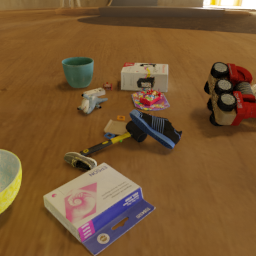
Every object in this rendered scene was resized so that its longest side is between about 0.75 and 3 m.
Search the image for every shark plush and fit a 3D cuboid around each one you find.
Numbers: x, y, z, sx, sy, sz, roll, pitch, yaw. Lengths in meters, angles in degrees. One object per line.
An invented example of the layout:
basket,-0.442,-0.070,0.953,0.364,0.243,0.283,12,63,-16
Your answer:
shark plush,-1.482,-0.987,12.140,0.725,0.791,1.740,35,20,17

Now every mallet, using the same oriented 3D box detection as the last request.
mallet,-0.542,0.350,9.451,2.425,0.499,0.799,-16,49,-22

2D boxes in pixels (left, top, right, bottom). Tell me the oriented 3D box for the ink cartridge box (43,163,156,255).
ink cartridge box,-0.702,1.833,6.987,2.009,0.443,2.046,-26,37,-38

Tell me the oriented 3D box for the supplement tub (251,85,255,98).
supplement tub,5.671,-0.942,10.951,1.316,1.316,1.822,-26,38,-38

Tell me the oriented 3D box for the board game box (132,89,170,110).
board game box,1.004,-1.421,12.624,1.545,0.381,1.955,-2,32,-7

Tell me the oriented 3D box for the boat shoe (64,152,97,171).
boat shoe,-1.490,1.021,8.446,1.078,0.385,0.322,14,27,16

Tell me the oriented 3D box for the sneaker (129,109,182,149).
sneaker,0.931,-0.112,9.289,1.858,0.652,0.724,38,72,1

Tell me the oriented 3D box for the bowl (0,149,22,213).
bowl,-3.569,1.574,6.653,2.213,1.191,2.213,-1,30,1

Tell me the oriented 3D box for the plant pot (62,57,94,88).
plant pot,-2.502,-2.791,14.259,1.573,1.262,1.573,0,29,0

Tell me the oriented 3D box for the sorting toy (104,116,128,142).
sorting toy,-0.340,0.045,10.339,0.919,0.222,1.632,13,34,9

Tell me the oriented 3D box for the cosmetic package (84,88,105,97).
cosmetic package,-1.590,-1.657,13.299,0.961,0.243,0.396,-21,35,-32

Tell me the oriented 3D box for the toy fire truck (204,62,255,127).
toy fire truck,4.538,-1.382,10.542,2.745,1.766,2.417,2,56,-1

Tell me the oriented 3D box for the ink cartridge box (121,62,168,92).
ink cartridge box,0.885,-2.617,14.253,2.307,0.955,1.681,3,30,6

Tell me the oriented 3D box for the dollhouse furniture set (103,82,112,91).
dollhouse furniture set,-0.993,-2.174,14.124,0.426,0.322,0.791,2,30,3
